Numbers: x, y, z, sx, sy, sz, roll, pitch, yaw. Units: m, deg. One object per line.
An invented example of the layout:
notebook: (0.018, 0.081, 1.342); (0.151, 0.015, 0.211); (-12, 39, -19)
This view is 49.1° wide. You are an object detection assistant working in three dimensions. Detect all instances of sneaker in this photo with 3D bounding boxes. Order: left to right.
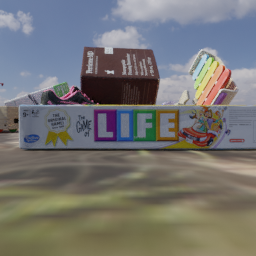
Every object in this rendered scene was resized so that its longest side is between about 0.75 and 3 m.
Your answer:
sneaker: (-1.285, -0.580, 8.037); (2.631, 1.255, 1.039); (1, -1, -34)

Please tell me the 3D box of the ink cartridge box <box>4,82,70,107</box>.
ink cartridge box: (-3.016, -0.804, 9.944); (2.172, 0.913, 1.580); (-20, 4, -8)

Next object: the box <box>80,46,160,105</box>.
box: (-0.328, -1.388, 9.457); (2.396, 1.967, 1.988); (1, 42, -6)

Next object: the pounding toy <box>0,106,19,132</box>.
pounding toy: (-2.950, -0.182, 5.882); (1.198, 0.548, 1.053); (0, 2, 9)

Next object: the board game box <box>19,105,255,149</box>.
board game box: (0.204, -0.031, 3.139); (2.285, 0.391, 1.536); (0, 2, 0)

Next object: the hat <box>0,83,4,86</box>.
hat: (-4.060, -1.128, 8.440); (2.076, 2.507, 2.206); (-37, -25, 28)

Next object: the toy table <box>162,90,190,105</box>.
toy table: (2.488, -0.800, 13.028); (1.819, 1.672, 1.065); (-8, -11, -39)

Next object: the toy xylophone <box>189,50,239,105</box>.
toy xylophone: (2.395, -1.136, 8.363); (0.646, 1.881, 2.569); (14, 30, -13)
